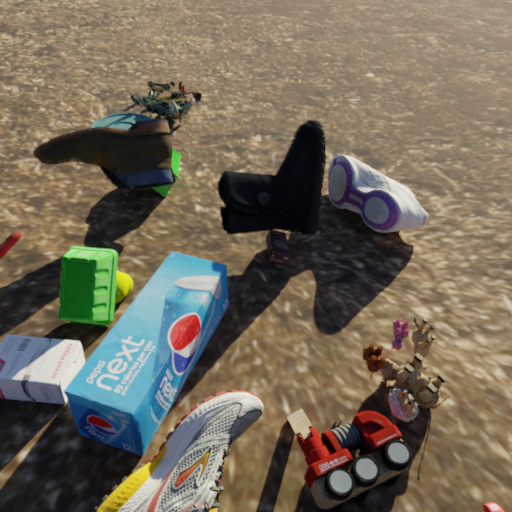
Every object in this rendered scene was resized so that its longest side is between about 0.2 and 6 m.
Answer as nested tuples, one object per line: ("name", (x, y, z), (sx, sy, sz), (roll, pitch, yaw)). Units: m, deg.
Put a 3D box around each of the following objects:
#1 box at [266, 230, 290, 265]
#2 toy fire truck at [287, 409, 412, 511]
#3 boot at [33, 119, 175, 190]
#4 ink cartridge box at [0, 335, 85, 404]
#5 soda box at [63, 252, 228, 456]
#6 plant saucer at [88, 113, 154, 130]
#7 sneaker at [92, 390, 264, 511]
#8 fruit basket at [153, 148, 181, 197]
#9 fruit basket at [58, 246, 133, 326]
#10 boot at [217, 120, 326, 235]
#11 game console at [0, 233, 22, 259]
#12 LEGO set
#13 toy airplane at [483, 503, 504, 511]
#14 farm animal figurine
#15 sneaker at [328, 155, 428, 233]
("box", (0.421, -0.182, 11.048), (0.365, 0.273, 0.730), (13, 36, -14))
("toy fire truck", (1.099, 2.479, 7.491), (1.323, 0.967, 1.503), (-18, 53, -20))
("boot", (-2.962, -1.898, 11.436), (2.803, 1.359, 1.047), (-16, 3, -23))
("ink cartridge box", (-3.374, 1.727, 8.569), (1.224, 0.516, 0.886), (4, 39, 5))
("soda box", (-1.504, 1.334, 8.657), (1.082, 1.023, 3.189), (13, 41, 15))
("plant saucer", (-3.549, -3.336, 14.997), (2.154, 0.295, 2.154), (0, 40, 0))
("sneaker", (-0.765, 2.822, 6.972), (1.109, 1.051, 2.701), (30, 57, 25))
("fruit basket", (-2.452, -1.923, 12.981), (1.366, 0.985, 1.366), (-36, 32, 27))
("fruit basket", (-2.765, 0.519, 9.687), (1.021, 1.416, 1.416), (5, 39, 5))
("boot", (0.280, -1.542, 10.918), (1.966, 2.340, 0.894), (2, 6, -15))
("game console", (-4.126, -0.126, 8.501), (0.893, 0.615, 1.036), (10, -2, -16))
("LEGO set", (-2.486, -4.351, 16.072), (1.913, 0.835, 2.946), (6, 27, 4))
("toy airplane", (2.939, 3.370, 6.482), (0.855, 0.606, 0.859), (27, 46, 28))
("farm animal figurine", (2.294, 1.721, 8.486), (1.434, 0.748, 1.418), (-15, 54, -26))
("sneaker", (2.543, -1.292, 12.153), (1.400, 1.052, 2.810), (2, 33, -31))
